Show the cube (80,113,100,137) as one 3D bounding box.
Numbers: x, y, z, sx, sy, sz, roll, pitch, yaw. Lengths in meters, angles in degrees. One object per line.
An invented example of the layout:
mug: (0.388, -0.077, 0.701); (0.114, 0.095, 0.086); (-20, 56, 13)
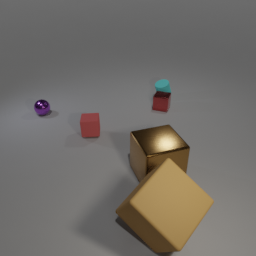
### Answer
cube: (-1.474, -0.124, 10.993); (0.700, 0.700, 0.700); (-3, 31, -2)

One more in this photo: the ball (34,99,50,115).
ball: (-3.814, -0.922, 12.442); (0.700, 0.700, 0.700); (0, 32, 0)

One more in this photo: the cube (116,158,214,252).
cube: (0.789, 1.815, 6.464); (1.400, 1.400, 1.400); (44, 62, 6)

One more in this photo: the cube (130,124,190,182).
cube: (0.937, 0.910, 8.828); (1.400, 1.400, 1.400); (-10, 33, -16)

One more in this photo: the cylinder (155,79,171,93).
cylinder: (1.721, -1.902, 13.706); (0.700, 0.700, 0.700); (-12, 40, 11)

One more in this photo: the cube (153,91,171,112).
cube: (1.571, -1.235, 12.964); (0.700, 0.700, 0.700); (10, 33, 16)
